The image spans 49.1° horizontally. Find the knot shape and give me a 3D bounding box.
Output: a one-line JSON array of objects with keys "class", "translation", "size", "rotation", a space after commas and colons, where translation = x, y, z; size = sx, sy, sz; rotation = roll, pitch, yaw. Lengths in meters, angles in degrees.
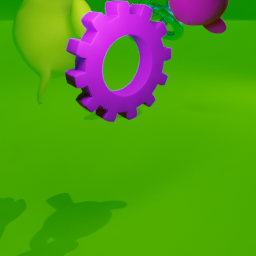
[{"class": "knot shape", "translation": [0.738, -3.451, 8.961], "size": [1.809, 1.933, 0.893], "rotation": [-15, 37, 24]}]

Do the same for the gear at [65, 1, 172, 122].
[{"class": "gear", "translation": [-0.064, -0.746, 3.294], "size": [1.343, 1.343, 0.248], "rotation": [-16, 31, -33]}]

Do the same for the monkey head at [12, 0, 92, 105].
[{"class": "monkey head", "translation": [-1.060, -1.356, 3.981], "size": [1.185, 1.967, 1.415], "rotation": [-9, 8, -11]}]

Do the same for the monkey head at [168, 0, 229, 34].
[{"class": "monkey head", "translation": [0.829, -1.931, 4.039], "size": [1.161, 0.973, 1.614], "rotation": [0, -8, 45]}]
